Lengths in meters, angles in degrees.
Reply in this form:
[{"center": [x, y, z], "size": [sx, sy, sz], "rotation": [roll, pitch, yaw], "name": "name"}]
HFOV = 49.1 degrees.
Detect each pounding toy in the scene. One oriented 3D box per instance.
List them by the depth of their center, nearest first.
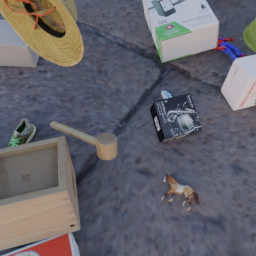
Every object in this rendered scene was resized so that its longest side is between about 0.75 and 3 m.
[{"center": [-1.559, 1.010, 6.171], "size": [2.848, 1.303, 2.502], "rotation": [-12, 34, -8], "name": "pounding toy"}]

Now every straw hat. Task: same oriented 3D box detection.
[{"center": [-1.670, -2.579, 6.079], "size": [2.353, 2.353, 0.996], "rotation": [25, 62, 15], "name": "straw hat"}]

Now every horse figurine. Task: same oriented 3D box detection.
[{"center": [1.216, 1.495, 6.475], "size": [0.963, 0.240, 0.638], "rotation": [16, 52, 19], "name": "horse figurine"}]

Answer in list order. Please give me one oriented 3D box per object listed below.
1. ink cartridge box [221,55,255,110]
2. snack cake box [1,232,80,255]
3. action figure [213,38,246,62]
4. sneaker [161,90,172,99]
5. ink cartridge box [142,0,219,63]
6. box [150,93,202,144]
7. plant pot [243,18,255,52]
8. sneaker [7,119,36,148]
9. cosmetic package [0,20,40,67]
[{"center": [3.723, -1.329, 7.635], "size": [1.894, 1.383, 0.799], "rotation": [-14, 59, -8], "name": "ink cartridge box"}, {"center": [-1.900, 2.916, 5.049], "size": [2.184, 0.734, 1.256], "rotation": [-17, 35, -11], "name": "snack cake box"}, {"center": [3.158, -2.632, 9.052], "size": [1.880, 0.486, 0.615], "rotation": [38, 67, 25], "name": "action figure"}, {"center": [1.141, -0.717, 7.881], "size": [0.323, 0.321, 0.892], "rotation": [-23, 57, -8], "name": "sneaker"}, {"center": [1.604, -3.545, 9.098], "size": [1.815, 1.045, 2.487], "rotation": [-16, 58, 3], "name": "ink cartridge box"}, {"center": [1.208, -0.242, 7.212], "size": [1.002, 0.632, 1.020], "rotation": [-14, 78, -11], "name": "box"}, {"center": [4.814, -3.453, 8.852], "size": [1.784, 1.640, 1.784], "rotation": [0, 57, 0], "name": "plant pot"}, {"center": [-2.810, 0.326, 7.021], "size": [0.528, 0.608, 1.373], "rotation": [10, 58, 6], "name": "sneaker"}, {"center": [-3.935, -2.665, 8.758], "size": [2.259, 1.019, 1.207], "rotation": [6, 58, 1], "name": "cosmetic package"}]
